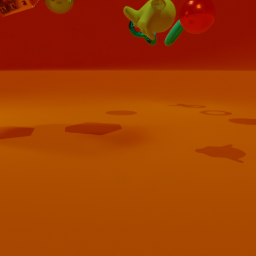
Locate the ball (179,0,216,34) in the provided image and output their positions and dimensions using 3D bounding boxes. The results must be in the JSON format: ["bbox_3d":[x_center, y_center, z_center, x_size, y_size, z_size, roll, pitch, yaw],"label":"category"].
[{"bbox_3d":[1.966,-3.204,7.946,1.016,1.016,1.016,0,13,0],"label":"ball"}]

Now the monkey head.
[{"bbox_3d":[0.417,-2.090,5.083,0.864,0.724,1.201,39,17,-1],"label":"monkey head"}]

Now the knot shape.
[{"bbox_3d":[0.823,-4.002,11.089,1.294,1.383,0.639,-25,33,45],"label":"knot shape"}]

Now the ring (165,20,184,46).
[{"bbox_3d":[1.627,-3.254,9.490,0.215,1.075,1.075,39,19,4],"label":"ring"}]

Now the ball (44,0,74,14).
[{"bbox_3d":[-2.308,-4.370,9.357,1.018,1.018,1.018,0,13,0],"label":"ball"}]

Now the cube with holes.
[{"bbox_3d":[-2.845,-3.588,7.011,0.972,0.972,0.972,-5,47,22],"label":"cube with holes"}]
